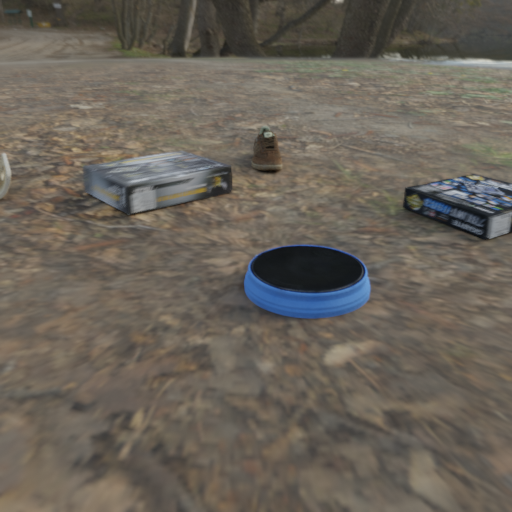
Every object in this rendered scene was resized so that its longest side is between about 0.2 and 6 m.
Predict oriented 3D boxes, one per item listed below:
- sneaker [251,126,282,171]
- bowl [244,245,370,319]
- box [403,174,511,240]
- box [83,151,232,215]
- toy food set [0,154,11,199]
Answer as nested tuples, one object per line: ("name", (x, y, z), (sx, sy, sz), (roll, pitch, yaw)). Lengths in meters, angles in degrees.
("sneaker", (0.206, -2.514, 13.064), (0.693, 0.743, 1.966), (-3, 23, -6))
("bowl", (0.652, 0.272, 7.184), (1.618, 0.318, 1.618), (0, 24, 0))
("box", (3.895, -0.930, 9.777), (1.850, 0.463, 1.864), (-13, 27, -29))
("box", (-1.912, -1.488, 10.907), (2.298, 0.555, 1.820), (-18, 28, -37))
("toy food set", (-6.198, -1.545, 10.711), (2.749, 0.830, 1.972), (-11, 26, -24))
